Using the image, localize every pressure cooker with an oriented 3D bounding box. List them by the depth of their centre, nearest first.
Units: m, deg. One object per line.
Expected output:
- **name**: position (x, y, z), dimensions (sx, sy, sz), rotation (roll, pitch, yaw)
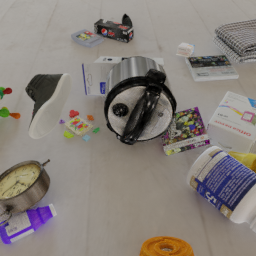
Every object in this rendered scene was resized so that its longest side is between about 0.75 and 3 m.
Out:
- **pressure cooker**: position (0.309, -0.776, 8.536), dimensions (2.197, 2.164, 2.460), rotation (-18, 34, 11)

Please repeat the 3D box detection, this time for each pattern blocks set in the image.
- **pattern blocks set**: position (-1.658, -0.091, 9.405), dimensions (1.414, 0.115, 1.243), rotation (21, 48, 20)

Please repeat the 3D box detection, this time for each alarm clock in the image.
- **alarm clock**: position (-2.740, 1.627, 7.006), dimensions (1.401, 0.692, 2.078), rotation (-12, 29, 14)

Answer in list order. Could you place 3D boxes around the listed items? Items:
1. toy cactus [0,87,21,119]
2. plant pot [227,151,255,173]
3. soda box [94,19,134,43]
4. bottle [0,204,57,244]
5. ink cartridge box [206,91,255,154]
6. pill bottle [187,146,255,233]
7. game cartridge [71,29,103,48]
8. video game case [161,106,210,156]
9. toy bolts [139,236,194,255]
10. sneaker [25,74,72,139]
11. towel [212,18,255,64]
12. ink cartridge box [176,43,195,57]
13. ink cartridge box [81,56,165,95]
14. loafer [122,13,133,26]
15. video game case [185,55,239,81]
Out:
- **toy cactus**: position (-4.173, -0.581, 8.714), dimensions (1.228, 1.982, 2.402), rotation (21, 50, -7)
- **plant pot**: position (3.140, 1.029, 7.820), dimensions (0.839, 0.839, 0.790), rotation (-34, 39, -30)
- **soda box**: position (-0.698, -4.825, 13.871), dimensions (1.931, 0.612, 0.683), rotation (21, 48, 19)
- **bottle**: position (-2.406, 2.265, 6.777), dimensions (1.312, 0.428, 0.548), rotation (-23, 47, -22)
- **ink cartridge box**: position (3.476, -0.161, 8.961), dimensions (1.409, 0.825, 1.950), rotation (24, 50, 22)
- **pill bottle**: position (2.653, 1.547, 6.896), dimensions (1.286, 1.286, 2.149), rotation (-31, 52, -27)
- **game cartridge**: position (-2.052, -4.386, 13.681), dimensions (1.476, 0.302, 0.982), rotation (32, 57, 29)
- **video game case**: position (1.711, 0.072, 8.809), dimensions (1.375, 0.272, 1.516), rotation (-16, 43, 13)
- **toy bolts**: position (1.198, 3.494, 5.132), dimensions (2.750, 1.908, 2.627), rotation (1, 3, 15)
- **sneaker**: position (-2.106, -0.577, 6.730), dimensions (0.937, 0.668, 1.889), rotation (8, 58, 18)
- **towel**: position (5.432, -3.938, 12.577), dimensions (2.553, 1.092, 2.114), rotation (-14, 47, -17)
- **ink cartridge box**: position (2.570, -3.506, 12.550), dimensions (0.599, 0.353, 1.041), rotation (17, 33, 17)
- **ink cartridge box**: position (-0.172, -1.866, 10.266), dimensions (2.898, 1.441, 0.568), rotation (2, 44, 0)
- **loafer**: position (-0.056, -5.426, 14.523), dimensions (0.535, 0.553, 1.576), rotation (-7, 45, -7)
- **video game case**: position (3.504, -2.567, 11.867), dimensions (1.820, 0.213, 1.655), rotation (-4, 45, -3)
